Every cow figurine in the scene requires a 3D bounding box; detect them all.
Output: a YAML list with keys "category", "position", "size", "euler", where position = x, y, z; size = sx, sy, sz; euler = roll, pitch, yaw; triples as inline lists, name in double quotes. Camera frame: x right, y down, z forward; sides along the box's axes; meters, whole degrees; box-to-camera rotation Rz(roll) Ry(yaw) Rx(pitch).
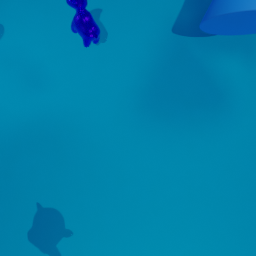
- category: "cow figurine"
  position: [-0.863, -2.198, 5.573]
  size: [0.518, 0.928, 0.943]
  euler: [-31, 80, -25]

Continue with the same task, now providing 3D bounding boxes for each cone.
- category: "cone"
  position: [2.072, -2.607, 4.937]
  size: [1.535, 1.535, 1.541]
  euler: [0, 95, 0]
